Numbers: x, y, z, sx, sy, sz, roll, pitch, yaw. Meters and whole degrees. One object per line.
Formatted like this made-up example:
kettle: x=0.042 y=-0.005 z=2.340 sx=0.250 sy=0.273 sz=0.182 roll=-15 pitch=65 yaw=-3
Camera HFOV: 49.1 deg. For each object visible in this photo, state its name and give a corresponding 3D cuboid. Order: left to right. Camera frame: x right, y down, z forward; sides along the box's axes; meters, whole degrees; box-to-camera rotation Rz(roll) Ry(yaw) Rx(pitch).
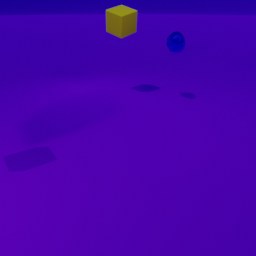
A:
cube: x=-0.241 y=-3.945 z=10.368 sx=0.831 sy=0.831 sz=0.831 roll=34 pitch=51 yaw=30
teapot: x=1.655 y=-2.984 z=9.844 sx=0.588 sy=0.747 sz=1.202 roll=-20 pitch=22 yaw=-9
